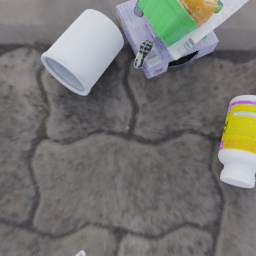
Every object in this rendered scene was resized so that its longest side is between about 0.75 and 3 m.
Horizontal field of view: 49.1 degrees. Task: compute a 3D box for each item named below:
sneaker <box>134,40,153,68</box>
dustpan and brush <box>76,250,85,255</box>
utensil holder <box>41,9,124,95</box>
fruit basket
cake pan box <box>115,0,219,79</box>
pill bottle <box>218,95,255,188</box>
[{"bbox_3d":[0.383,-2.024,7.617,0.318,0.351,0.827,28,103,-10],"label":"sneaker"},{"bbox_3d":[-1.619,3.706,6.220,1.639,0.672,2.349,37,109,35],"label":"dustpan and brush"},{"bbox_3d":[-1.174,-2.044,7.624,1.527,1.527,1.796,35,75,8],"label":"utensil holder"},{"bbox_3d":[1.773,-3.347,6.862,2.827,1.325,2.619,-36,56,18],"label":"fruit basket"},{"bbox_3d":[1.134,-2.911,8.312,2.266,0.644,2.461,-25,77,-4],"label":"cake pan box"},{"bbox_3d":[2.986,0.352,7.156,1.139,1.139,2.184,17,75,4],"label":"pill bottle"}]
